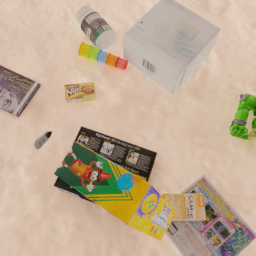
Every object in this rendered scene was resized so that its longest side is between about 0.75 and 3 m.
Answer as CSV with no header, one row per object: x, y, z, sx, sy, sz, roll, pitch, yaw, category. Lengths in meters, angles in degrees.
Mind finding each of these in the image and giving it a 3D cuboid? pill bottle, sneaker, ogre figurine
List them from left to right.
-2.640,0.339,8.694,0.288,0.316,0.770,44,52,-18,sneaker
-1.409,-4.312,12.006,1.037,1.037,1.834,-34,72,-13,pill bottle
5.141,-0.428,10.328,2.790,1.369,1.672,-1,80,12,ogre figurine

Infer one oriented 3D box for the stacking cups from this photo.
-1.008,-3.015,11.738,2.079,0.629,0.629,19,70,5,stacking cups

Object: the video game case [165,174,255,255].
2.545,3.295,9.398,2.392,0.311,2.628,-35,72,-13,video game case

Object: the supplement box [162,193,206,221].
1.817,2.612,9.238,1.339,0.492,0.844,0,67,1,supplement box

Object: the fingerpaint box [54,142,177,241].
-0.195,1.729,7.233,2.298,2.754,1.010,25,75,30,fingerpaint box

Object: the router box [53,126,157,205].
-0.733,1.516,9.838,2.959,0.773,2.327,19,70,7,router box

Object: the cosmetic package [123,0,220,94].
1.677,-3.380,11.308,2.702,1.667,2.711,38,72,13,cosmetic package

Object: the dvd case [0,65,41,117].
-4.921,-1.569,11.386,2.224,0.178,1.654,25,70,9,dvd case

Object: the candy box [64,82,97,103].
-1.913,-1.427,11.241,1.212,0.335,0.700,-7,69,-3,candy box
